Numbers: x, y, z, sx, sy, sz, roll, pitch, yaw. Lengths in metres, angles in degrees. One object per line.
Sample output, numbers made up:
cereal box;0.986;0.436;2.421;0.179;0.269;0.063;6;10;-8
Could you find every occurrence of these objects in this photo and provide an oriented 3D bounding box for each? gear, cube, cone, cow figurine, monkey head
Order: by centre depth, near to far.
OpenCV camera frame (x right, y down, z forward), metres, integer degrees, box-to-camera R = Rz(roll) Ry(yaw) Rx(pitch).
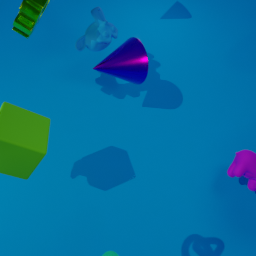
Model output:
cube;-2.163;0.264;5.407;0.950;0.950;0.950;23;37;-29
gear;-1.887;-2.992;6.193;0.380;2.057;2.057;29;65;-23
cow figurine;3.090;0.811;6.418;1.318;0.724;1.297;33;78;1
monkey head;-0.788;-2.457;7.045;0.823;0.983;1.366;-3;33;41
cone;-0.332;-1.589;7.052;1.227;1.222;1.222;-17;66;-27

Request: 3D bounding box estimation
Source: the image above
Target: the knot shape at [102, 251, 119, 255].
knot shape;-0.041;2.118;3.492;0.535;1.158;1.083;-33;77;-28
